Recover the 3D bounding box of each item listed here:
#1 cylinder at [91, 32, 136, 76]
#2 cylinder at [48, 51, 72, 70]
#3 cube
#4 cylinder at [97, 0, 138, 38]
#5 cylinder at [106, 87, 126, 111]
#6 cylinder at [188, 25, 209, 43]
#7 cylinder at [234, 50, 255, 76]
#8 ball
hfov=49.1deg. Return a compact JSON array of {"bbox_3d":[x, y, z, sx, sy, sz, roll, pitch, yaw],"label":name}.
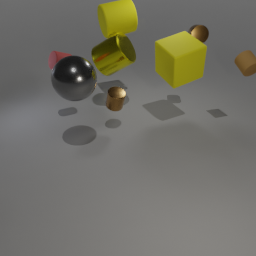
[{"bbox_3d":[-0.599,-3.135,11.952,1.400,1.400,1.400,-21,20,30],"label":"cylinder"},{"bbox_3d":[-2.541,-2.509,10.601,0.700,0.700,0.700,0,24,-42],"label":"cylinder"},{"bbox_3d":[1.985,-2.637,10.799,1.400,1.400,1.400,-23,49,-15],"label":"cube"},{"bbox_3d":[-0.474,-4.806,12.297,1.400,1.400,1.400,-18,34,-13],"label":"cylinder"},{"bbox_3d":[-0.483,-1.125,10.867,0.700,0.700,0.700,7,48,-8],"label":"cylinder"},{"bbox_3d":[2.774,-3.719,11.089,0.700,0.700,0.700,1,21,1],"label":"cylinder"},{"bbox_3d":[4.473,-2.417,10.483,0.700,0.700,0.700,-10,59,-17],"label":"cylinder"},{"bbox_3d":[-1.665,-1.530,8.691,1.400,1.400,1.400,0,31,0],"label":"ball"}]
